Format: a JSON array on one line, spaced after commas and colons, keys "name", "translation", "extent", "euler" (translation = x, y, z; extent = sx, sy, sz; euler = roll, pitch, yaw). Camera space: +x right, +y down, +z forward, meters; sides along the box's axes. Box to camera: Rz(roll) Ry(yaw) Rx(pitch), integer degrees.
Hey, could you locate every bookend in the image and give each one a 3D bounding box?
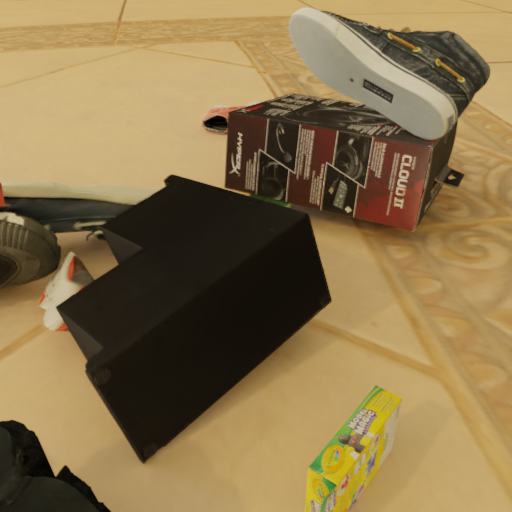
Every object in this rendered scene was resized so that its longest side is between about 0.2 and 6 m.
[{"name": "bookend", "translation": [-1.126, 0.423, 6.683], "extent": [2.812, 1.295, 2.794], "euler": [-37, 36, -27]}]

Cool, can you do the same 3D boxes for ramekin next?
[{"name": "ramekin", "translation": [0.176, -0.731, 9.107], "extent": [0.762, 0.372, 0.762], "euler": [6, 22, -2]}]

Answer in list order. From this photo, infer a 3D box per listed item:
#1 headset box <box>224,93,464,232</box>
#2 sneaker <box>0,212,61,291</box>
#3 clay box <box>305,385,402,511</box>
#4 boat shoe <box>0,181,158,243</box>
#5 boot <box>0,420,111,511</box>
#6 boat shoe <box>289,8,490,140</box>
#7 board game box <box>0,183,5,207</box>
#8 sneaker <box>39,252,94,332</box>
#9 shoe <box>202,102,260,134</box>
[{"name": "headset box", "translation": [1.658, -1.722, 9.470], "extent": [3.578, 1.382, 2.663], "euler": [16, 28, 20]}, {"name": "sneaker", "translation": [-4.306, 0.287, 7.085], "extent": [3.559, 1.183, 1.610], "euler": [-2, 37, 4]}, {"name": "clay box", "translation": [0.829, 1.869, 5.018], "extent": [0.318, 0.769, 1.338], "euler": [24, 40, 32]}, {"name": "boat shoe", "translation": [-2.386, -0.597, 8.440], "extent": [2.901, 0.897, 1.086], "euler": [1, 13, -23]}, {"name": "boot", "translation": [-2.845, 2.282, 3.924], "extent": [3.257, 1.244, 2.736], "euler": [22, 43, 19]}, {"name": "boat shoe", "translation": [1.879, -2.878, 8.087], "extent": [2.838, 1.004, 1.288], "euler": [40, 71, 14]}, {"name": "board game box", "translation": [-5.103, -0.765, 7.800], "extent": [1.883, 0.356, 3.658], "euler": [-11, 11, -42]}, {"name": "sneaker", "translation": [-2.266, 0.576, 7.202], "extent": [0.773, 0.728, 1.888], "euler": [31, 8, -26]}, {"name": "shoe", "translation": [-0.386, -3.023, 12.470], "extent": [1.620, 0.579, 0.737], "euler": [4, 35, 15]}]
